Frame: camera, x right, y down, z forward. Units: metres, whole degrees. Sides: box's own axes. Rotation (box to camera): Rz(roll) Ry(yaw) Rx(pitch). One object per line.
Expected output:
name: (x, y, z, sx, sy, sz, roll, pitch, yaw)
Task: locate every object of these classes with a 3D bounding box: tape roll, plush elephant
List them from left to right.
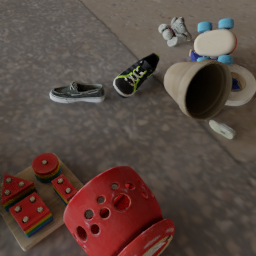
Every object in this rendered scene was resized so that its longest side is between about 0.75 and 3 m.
plush elephant: (2.256, -4.702, 13.742, 1.212, 1.289, 1.565, -24, 1, 26)
tape roll: (4.040, -1.713, 10.947, 1.869, 0.342, 1.869, 1, 62, -1)

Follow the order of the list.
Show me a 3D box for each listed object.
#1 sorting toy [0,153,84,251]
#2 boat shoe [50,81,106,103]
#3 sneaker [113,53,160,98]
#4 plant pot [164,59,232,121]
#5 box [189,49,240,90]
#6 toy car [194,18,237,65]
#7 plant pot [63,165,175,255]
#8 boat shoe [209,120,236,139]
sorting toy: (-2.435, 1.718, 7.635, 2.138, 0.744, 2.125, -33, 54, -27)
boat shoe: (-1.943, -1.461, 10.733, 2.150, 0.762, 0.775, -1, 46, -1)
sneaker: (0.379, -2.243, 11.075, 0.954, 1.101, 2.660, 41, 54, 1)
plant pot: (2.309, -1.558, 10.169, 2.124, 2.124, 1.843, -23, 34, -21)
box: (3.725, -2.586, 12.088, 1.622, 0.434, 2.677, -2, 47, -2)
toy car: (3.762, -3.372, 11.599, 1.627, 1.696, 1.840, 2, 5, 31)
plant pot: (-0.135, 2.171, 6.317, 2.047, 2.047, 1.864, -28, 55, -25)
boat shoe: (3.259, 0.004, 9.632, 0.957, 0.334, 0.341, 39, 56, 24)
